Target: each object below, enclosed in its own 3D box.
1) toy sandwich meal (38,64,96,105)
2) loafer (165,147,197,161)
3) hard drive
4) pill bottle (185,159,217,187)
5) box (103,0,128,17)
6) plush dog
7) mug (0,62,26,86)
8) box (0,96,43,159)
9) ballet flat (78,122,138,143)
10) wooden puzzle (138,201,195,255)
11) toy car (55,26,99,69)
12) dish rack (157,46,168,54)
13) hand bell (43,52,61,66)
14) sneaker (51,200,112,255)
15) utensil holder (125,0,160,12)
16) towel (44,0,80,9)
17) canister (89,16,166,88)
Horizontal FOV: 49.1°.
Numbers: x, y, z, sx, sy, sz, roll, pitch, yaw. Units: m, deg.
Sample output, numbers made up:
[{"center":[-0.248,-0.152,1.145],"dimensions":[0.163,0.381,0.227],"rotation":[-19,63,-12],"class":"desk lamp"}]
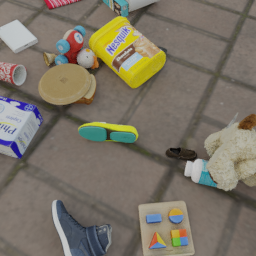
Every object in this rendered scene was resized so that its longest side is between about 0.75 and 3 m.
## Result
[{"center":[-2.590,-1.795,12.143],"dimensions":[2.514,0.861,2.514],"rotation":[-2,58,3],"class":"toy sandwich meal"},{"center":[2.030,0.962,10.583],"dimensions":[1.190,0.424,0.434],"rotation":[3,58,2],"class":"loafer"},{"center":[-5.677,-4.681,14.256],"dimensions":[1.304,0.260,1.977],"rotation":[-36,65,-21],"class":"hard drive"},{"center":[2.828,1.593,9.926],"dimensions":[1.539,0.853,0.853],"rotation":[11,58,7],"class":"pill bottle"},{"center":[-0.705,-6.882,15.342],"dimensions":[0.463,0.775,1.885],"rotation":[-31,62,-17],"class":"box"},{"center":[4.087,1.036,9.169],"dimensions":[2.449,2.288,2.851],"rotation":[40,24,-5],"class":"plush dog"},{"center":[-5.377,-2.489,12.662],"dimensions":[1.378,1.223,0.919],"rotation":[14,95,13],"class":"mug"},{"center":[-4.660,-0.068,10.875],"dimensions":[1.807,1.031,1.965],"rotation":[15,60,10],"class":"box"},{"center":[-0.753,0.120,11.029],"dimensions":[2.317,0.774,0.777],"rotation":[6,36,1],"class":"ballet flat"},{"center":[1.234,3.256,9.144],"dimensions":[1.634,0.409,1.765],"rotation":[-5,58,-2],"class":"wooden puzzle"},{"center":[-2.079,-3.429,12.807],"dimensions":[1.838,1.626,1.694],"rotation":[28,51,3],"class":"toy car"},{"center":[1.420,-3.512,13.437],"dimensions":[0.874,0.311,1.139],"rotation":[16,68,9],"class":"dish rack"},{"center":[-3.327,-3.434,13.394],"dimensions":[1.271,0.662,0.662],"rotation":[-24,60,-29],"class":"hand bell"},{"center":[-1.414,3.095,8.895],"dimensions":[1.609,0.847,2.227],"rotation":[-25,70,-3],"class":"sneaker"},{"center":[0.601,-7.397,15.138],"dimensions":[2.014,1.711,1.711],"rotation":[-29,62,-15],"class":"utensil holder"},{"center":[-3.799,-7.602,16.114],"dimensions":[2.191,0.246,1.585],"rotation":[-24,61,-14],"class":"towel"},{"center":[-0.025,-3.450,12.761],"dimensions":[2.216,1.291,2.983],"rotation":[-40,67,-10],"class":"canister"}]
